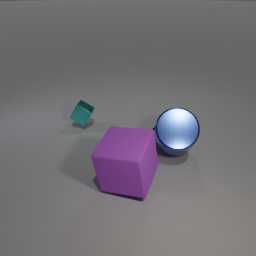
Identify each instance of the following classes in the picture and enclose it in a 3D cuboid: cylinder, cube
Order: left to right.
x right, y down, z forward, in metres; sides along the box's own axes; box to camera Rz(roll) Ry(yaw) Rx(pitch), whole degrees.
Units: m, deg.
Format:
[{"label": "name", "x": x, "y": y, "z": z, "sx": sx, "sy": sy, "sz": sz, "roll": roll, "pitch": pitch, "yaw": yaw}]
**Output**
[{"label": "cube", "x": -1.898, "y": -0.630, "z": 11.692, "sx": 0.700, "sy": 0.700, "sz": 0.700, "roll": 30, "pitch": 23, "yaw": -8}, {"label": "cube", "x": -0.027, "y": 0.943, "z": 8.068, "sx": 1.400, "sy": 1.400, "sz": 1.400, "roll": 5, "pitch": 37, "yaw": 21}, {"label": "cylinder", "x": 1.595, "y": 0.178, "z": 9.428, "sx": 1.400, "sy": 1.400, "sz": 1.400, "roll": 2, "pitch": -14, "yaw": 4}]

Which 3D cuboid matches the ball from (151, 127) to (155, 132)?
[{"label": "ball", "x": 1.174, "y": 0.253, "z": 10.597, "sx": 0.700, "sy": 0.700, "sz": 0.700, "roll": 0, "pitch": 28, "yaw": 0}]
